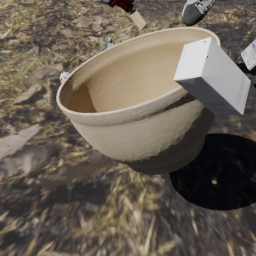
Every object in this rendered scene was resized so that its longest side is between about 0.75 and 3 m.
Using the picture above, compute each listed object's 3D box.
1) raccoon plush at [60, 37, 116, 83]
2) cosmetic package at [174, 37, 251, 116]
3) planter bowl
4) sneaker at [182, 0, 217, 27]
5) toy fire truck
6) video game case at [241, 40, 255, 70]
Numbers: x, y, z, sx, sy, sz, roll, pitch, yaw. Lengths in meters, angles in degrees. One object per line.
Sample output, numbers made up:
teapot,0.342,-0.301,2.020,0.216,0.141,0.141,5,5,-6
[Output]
raccoon plush,-0.767,-1.550,6.293,1.624,0.786,1.088,-1,62,-37
cosmetic package,0.895,-0.492,2.895,0.349,0.823,0.443,0,64,52
planter bowl,0.367,-0.316,4.688,2.553,1.718,2.553,-17,33,11
sneaker,2.414,-3.926,8.300,0.739,1.969,1.137,40,9,-9
toy fire truck,0.153,-4.610,9.881,1.887,1.661,1.214,32,52,-26
video game case,3.980,-2.383,8.628,0.114,0.939,1.031,29,38,-17
